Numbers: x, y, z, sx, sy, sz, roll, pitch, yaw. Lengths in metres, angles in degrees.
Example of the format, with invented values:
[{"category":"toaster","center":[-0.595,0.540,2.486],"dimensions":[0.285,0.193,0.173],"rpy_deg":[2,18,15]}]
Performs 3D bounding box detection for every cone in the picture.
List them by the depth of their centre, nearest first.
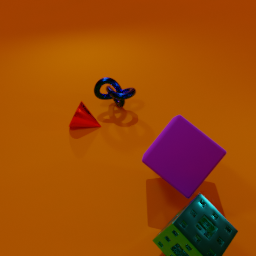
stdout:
[{"category":"cone","center":[-1.248,-0.244,8.810],"dimensions":[0.921,0.917,0.917],"rpy_deg":[26,37,-9]}]

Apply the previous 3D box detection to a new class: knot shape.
[{"category":"knot shape","center":[-0.427,-1.143,9.392],"dimensions":[1.364,1.276,0.630],"rpy_deg":[14,78,2]}]

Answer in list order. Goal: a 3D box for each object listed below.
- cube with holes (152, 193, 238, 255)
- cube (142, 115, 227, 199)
[{"category":"cube with holes","center":[1.215,1.993,5.168],"dimensions":[0.920,0.920,0.920],"rpy_deg":[45,49,16]},{"category":"cube","center":[1.191,0.591,6.322],"dimensions":[1.258,1.258,1.258],"rpy_deg":[39,3,4]}]
